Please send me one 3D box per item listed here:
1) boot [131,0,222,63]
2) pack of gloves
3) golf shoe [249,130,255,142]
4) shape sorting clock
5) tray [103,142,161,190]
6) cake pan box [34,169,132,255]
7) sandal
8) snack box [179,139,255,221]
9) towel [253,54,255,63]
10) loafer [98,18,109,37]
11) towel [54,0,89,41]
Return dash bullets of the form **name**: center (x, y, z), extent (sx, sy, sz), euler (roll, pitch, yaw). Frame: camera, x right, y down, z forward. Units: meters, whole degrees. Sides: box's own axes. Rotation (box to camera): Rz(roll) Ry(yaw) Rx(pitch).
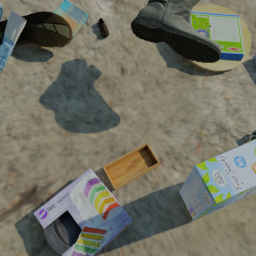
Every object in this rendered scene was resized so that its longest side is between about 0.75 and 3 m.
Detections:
- **boot**: center (1.457, -2.824, 7.182), extent (2.538, 0.859, 1.658), euler (28, 76, 15)
- **pack of gloves**: center (-4.100, -2.849, 8.904), extent (1.676, 0.394, 1.994), euler (37, 103, 18)
- **golf shoe**: center (3.948, 0.477, 7.840), extent (1.092, 0.422, 0.481), euler (28, 89, 15)
- **shape sorting clock**: center (2.798, -2.959, 9.161), extent (2.472, 0.485, 2.472), euler (2, 70, -5)
- **tray**: center (0.101, 1.037, 7.629), extent (1.408, 0.261, 0.694), euler (-27, 70, -12)
- **cake pan box**: center (-1.136, 2.258, 6.999), extent (1.886, 0.493, 1.737), euler (-37, 70, -14)
- **sandal**: center (-3.048, -3.081, 9.097), extent (2.698, 0.737, 1.103), euler (-4, 103, 13)
- **snack box**: center (2.712, 1.066, 6.495), extent (2.730, 2.302, 0.924), euler (-21, 65, -7)
- **towel**: center (5.634, -1.823, 8.843), extent (2.827, 0.337, 2.046), euler (-16, 71, -5)
- **loafer**: center (-0.854, -3.409, 9.472), extent (0.280, 0.273, 0.766), euler (-22, 69, -9)
- **towel**: center (-2.003, -3.639, 9.380), extent (0.991, 0.147, 1.351), euler (32, 61, -12)
